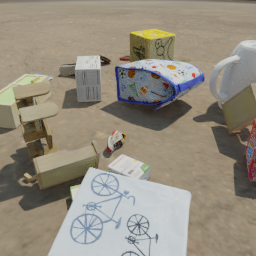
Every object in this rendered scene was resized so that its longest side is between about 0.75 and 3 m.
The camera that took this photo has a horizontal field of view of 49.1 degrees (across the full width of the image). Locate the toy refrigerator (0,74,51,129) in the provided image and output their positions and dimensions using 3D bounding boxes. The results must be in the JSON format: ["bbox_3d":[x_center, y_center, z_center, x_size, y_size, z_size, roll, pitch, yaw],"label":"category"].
[{"bbox_3d":[-4.160,-1.177,10.844,1.117,1.029,2.942,6,30,10],"label":"toy refrigerator"}]

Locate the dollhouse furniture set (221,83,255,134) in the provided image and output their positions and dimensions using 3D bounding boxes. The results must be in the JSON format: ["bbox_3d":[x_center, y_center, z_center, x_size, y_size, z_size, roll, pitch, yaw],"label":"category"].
[{"bbox_3d":[4.746,-0.689,9.192,2.602,1.693,2.390,-6,74,-15],"label":"dollhouse furniture set"}]

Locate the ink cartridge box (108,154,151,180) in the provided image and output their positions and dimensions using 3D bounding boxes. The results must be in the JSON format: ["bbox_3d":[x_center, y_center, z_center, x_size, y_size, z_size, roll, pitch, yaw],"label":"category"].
[{"bbox_3d":[0.030,1.167,7.474,0.951,0.400,0.689,19,36,29],"label":"ink cartridge box"}]

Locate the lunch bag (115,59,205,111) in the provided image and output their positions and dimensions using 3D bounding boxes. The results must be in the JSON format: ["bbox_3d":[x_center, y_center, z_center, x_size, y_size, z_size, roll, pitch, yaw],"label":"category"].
[{"bbox_3d":[1.285,-1.788,11.086,2.800,1.734,2.380,11,27,37],"label":"lunch bag"}]

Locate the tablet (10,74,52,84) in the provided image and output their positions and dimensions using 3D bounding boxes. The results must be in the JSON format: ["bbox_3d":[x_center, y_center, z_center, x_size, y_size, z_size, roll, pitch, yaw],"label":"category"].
[{"bbox_3d":[-4.693,-2.260,13.587,1.174,0.123,1.805,16,33,26],"label":"tablet"}]

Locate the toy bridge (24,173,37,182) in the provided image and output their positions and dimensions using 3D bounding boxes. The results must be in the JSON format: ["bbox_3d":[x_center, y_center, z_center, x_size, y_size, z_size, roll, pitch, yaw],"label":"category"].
[{"bbox_3d":[-2.225,1.127,7.776,0.420,0.170,1.249,25,39,32],"label":"toy bridge"}]

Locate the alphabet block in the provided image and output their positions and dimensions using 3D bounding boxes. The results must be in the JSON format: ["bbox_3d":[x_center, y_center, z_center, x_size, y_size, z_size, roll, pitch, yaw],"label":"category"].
[{"bbox_3d":[1.270,-4.108,14.984,1.834,1.878,1.844,-18,35,-30],"label":"alphabet block"}]

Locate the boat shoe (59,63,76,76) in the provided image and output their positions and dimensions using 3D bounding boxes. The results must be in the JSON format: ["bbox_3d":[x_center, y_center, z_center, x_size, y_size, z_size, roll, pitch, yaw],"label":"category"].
[{"bbox_3d":[-2.437,-3.050,14.339,2.205,0.737,0.628,4,35,13],"label":"boat shoe"}]

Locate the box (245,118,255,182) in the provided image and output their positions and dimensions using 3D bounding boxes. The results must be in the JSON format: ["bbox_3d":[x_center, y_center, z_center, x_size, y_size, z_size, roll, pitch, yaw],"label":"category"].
[{"bbox_3d":[4.636,0.741,7.302,2.719,1.298,1.355,8,31,13],"label":"box"}]

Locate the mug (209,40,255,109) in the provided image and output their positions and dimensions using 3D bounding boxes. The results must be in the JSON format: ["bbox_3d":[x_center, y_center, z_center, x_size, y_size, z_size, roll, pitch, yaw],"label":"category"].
[{"bbox_3d":[4.367,-1.888,10.611,2.843,2.493,2.099,-10,32,-16],"label":"mug"}]

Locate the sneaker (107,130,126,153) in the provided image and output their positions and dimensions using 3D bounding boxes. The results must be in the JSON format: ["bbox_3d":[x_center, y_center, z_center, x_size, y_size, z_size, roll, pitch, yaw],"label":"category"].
[{"bbox_3d":[-0.357,0.406,8.751,0.453,0.429,1.102,9,32,13],"label":"sneaker"}]

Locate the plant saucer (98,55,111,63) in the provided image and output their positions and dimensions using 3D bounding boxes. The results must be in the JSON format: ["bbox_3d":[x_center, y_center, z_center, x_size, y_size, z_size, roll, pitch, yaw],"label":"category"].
[{"bbox_3d":[-1.360,-3.948,16.121,0.824,0.151,0.824,23,0,0],"label":"plant saucer"}]

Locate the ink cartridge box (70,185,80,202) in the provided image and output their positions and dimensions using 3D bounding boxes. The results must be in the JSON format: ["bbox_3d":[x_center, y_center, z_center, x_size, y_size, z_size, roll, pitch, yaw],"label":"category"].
[{"bbox_3d":[-0.710,1.821,6.455,1.046,0.345,1.437,-9,30,-15],"label":"ink cartridge box"}]

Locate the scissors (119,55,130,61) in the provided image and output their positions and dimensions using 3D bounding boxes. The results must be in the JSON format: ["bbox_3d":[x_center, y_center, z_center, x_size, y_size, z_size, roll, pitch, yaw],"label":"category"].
[{"bbox_3d":[0.560,-4.076,16.704,2.197,0.153,0.804,15,31,21],"label":"scissors"}]

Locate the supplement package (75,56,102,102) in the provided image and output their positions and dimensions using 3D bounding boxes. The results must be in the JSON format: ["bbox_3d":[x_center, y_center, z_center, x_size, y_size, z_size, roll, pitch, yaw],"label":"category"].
[{"bbox_3d":[-1.674,-2.152,12.089,1.026,1.441,1.850,-3,31,-4],"label":"supplement package"}]

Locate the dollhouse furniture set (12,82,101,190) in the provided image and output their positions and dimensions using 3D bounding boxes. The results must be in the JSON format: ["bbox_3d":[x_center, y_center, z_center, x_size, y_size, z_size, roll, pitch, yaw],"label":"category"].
[{"bbox_3d":[-1.940,0.195,7.612,1.580,2.084,2.378,-16,60,-22],"label":"dollhouse furniture set"}]

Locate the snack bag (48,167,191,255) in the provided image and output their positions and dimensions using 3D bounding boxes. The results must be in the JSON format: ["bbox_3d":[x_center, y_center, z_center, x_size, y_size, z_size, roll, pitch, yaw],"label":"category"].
[{"bbox_3d":[0.011,1.978,5.905,2.659,0.285,2.507,11,38,7],"label":"snack bag"}]
